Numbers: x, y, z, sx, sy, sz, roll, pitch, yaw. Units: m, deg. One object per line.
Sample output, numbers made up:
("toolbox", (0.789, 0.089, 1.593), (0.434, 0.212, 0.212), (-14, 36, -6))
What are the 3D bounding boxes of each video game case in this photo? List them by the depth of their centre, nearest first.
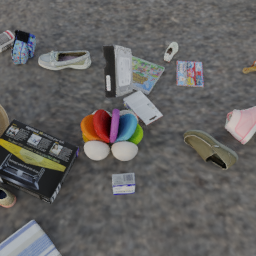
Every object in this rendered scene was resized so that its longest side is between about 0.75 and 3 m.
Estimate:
("video game case", (0.417, -2.318, 11.916), (1.795, 0.198, 1.634), (24, 59, 15))

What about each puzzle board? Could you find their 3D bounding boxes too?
("puzzle board", (2.647, -2.346, 11.984), (1.114, 0.129, 1.478), (5, 55, 3))

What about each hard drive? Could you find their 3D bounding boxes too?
("hard drive", (-0.281, -1.973, 9.723), (0.445, 1.643, 2.352), (1, 11, 13))

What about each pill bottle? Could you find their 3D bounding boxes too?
("pill bottle", (-5.742, -3.855, 12.691), (0.660, 0.660, 1.193), (36, 63, 22))

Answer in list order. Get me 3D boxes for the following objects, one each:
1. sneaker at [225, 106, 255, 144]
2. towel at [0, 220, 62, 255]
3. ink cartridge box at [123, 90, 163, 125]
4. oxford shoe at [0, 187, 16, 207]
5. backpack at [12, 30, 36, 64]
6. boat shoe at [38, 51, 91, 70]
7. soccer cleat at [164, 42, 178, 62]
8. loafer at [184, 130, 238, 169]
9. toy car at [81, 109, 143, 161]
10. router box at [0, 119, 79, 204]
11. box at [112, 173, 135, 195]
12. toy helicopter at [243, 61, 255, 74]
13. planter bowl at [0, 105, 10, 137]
("sneaker", (4.385, -0.488, 10.278), (1.131, 0.815, 2.164), (38, 68, 17))
("towel", (-2.675, 3.829, 7.679), (1.629, 0.264, 2.218), (-37, 65, -25))
("ink cartridge box", (0.555, -0.704, 10.710), (0.821, 0.380, 1.508), (-30, 62, -19))
("oxford shoe", (-4.310, 1.967, 8.730), (1.646, 0.608, 0.583), (12, 56, 8))
("backpack", (-4.537, -3.369, 12.100), (0.864, 1.173, 1.285), (10, 68, -14))
("boat shoe", (-2.744, -3.008, 12.064), (2.282, 0.732, 0.841), (4, 56, 3))
("soccer cleat", (1.964, -3.502, 12.545), (0.450, 0.504, 1.299), (20, 57, 13))
("loafer", (2.727, 0.732, 9.500), (1.961, 0.737, 0.683), (29, 56, 18))
("toy car", (-0.556, 0.019, 9.450), (2.120, 1.590, 1.855), (1, 55, 4))
("router box", (-3.121, 1.042, 9.096), (2.464, 0.644, 1.937), (24, 58, 3))
("box", (-0.134, 1.760, 8.784), (0.694, 0.754, 0.396), (-4, 56, -3))
("toy helicopter", (5.470, -2.603, 11.978), (1.189, 0.469, 0.787), (-12, 57, -1))
("planter bowl", (-5.279, -0.025, 9.454), (1.335, 1.983, 1.983), (-7, 48, 37))
